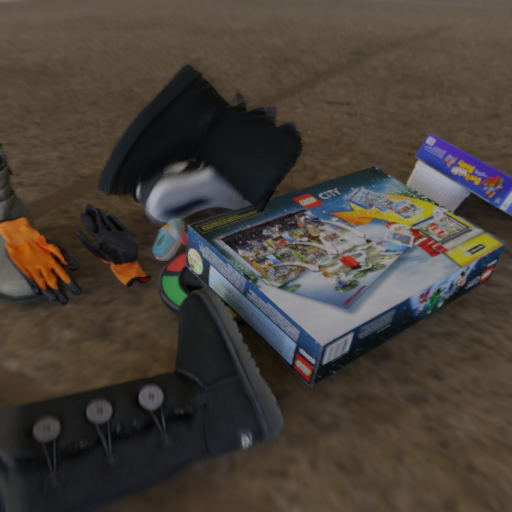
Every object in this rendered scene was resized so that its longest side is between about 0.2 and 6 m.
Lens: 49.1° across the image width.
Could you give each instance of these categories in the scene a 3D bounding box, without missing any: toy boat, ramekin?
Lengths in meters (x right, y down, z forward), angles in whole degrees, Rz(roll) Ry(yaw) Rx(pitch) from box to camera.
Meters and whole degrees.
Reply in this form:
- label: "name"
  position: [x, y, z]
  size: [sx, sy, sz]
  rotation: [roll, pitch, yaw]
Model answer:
- label: "toy boat"
  position: [-1.537, -0.335, 10.259]
  size: [1.020, 0.474, 0.858]
  rotation: [0, 62, 54]
- label: "ramekin"
  position: [3.836, -1.432, 11.991]
  size: [1.280, 0.672, 1.280]
  rotation: [29, 17, -10]

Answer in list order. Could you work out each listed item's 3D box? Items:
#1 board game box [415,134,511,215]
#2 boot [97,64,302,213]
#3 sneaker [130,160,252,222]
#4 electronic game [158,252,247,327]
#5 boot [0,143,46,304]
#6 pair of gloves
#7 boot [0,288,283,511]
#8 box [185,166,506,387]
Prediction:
- label: "board game box"
  position: [4.877, -1.559, 11.873]
  size: [1.798, 0.599, 2.674]
  rotation: [19, 21, -32]
- label: "boot"
  position: [-0.774, -1.583, 9.152]
  size: [2.457, 1.110, 2.998]
  rotation: [34, 59, -6]
- label: "sneaker"
  position: [-1.233, -1.782, 12.160]
  size: [3.176, 1.160, 1.777]
  rotation: [-15, 41, -36]
- label: "electronic game"
  position: [-0.484, 0.430, 9.570]
  size: [2.362, 0.492, 2.362]
  rotation: [0, 33, 0]
- label: "boot"
  position: [-4.435, -0.679, 9.833]
  size: [1.085, 2.092, 3.203]
  rotation: [-18, 36, -27]
- label: "pair of gloves"
  position: [-3.107, -0.109, 9.700]
  size: [2.241, 0.277, 1.996]
  rotation: [-15, 56, -43]
- label: "boot"
  position: [-1.649, 1.722, 7.007]
  size: [3.189, 1.047, 2.628]
  rotation: [-17, 39, -19]
- label: "box"
  position: [1.556, -0.027, 9.431]
  size: [4.544, 0.856, 3.104]
  rotation: [-21, 45, -34]
